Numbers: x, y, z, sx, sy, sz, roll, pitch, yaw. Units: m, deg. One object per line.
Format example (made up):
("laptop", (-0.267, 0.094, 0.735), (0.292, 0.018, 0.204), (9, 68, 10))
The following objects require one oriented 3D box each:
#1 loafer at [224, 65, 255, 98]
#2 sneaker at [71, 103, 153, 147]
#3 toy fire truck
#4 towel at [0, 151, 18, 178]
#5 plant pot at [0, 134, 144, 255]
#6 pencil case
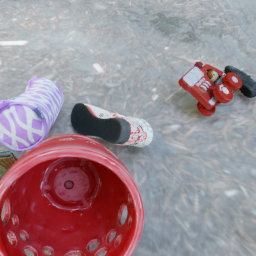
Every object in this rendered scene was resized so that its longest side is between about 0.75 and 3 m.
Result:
("loafer", (3.570, -1.482, 8.748), (0.516, 0.499, 1.470), (-18, 50, -16))
("sneaker", (-0.456, -0.053, 7.534), (1.315, 0.819, 2.453), (10, 7, -43))
("toy fire truck", (2.317, -1.270, 8.019), (1.402, 0.936, 1.669), (45, 53, 2))
("towel", (-3.462, 0.912, 6.165), (2.101, 1.541, 0.228), (-7, 69, -10))
("plant pot", (-1.042, 1.293, 5.143), (2.353, 2.353, 2.143), (-9, 8, -8))
("pencil case", (-2.352, -0.465, 6.886), (1.189, 1.211, 2.833), (-39, 17, 8))
